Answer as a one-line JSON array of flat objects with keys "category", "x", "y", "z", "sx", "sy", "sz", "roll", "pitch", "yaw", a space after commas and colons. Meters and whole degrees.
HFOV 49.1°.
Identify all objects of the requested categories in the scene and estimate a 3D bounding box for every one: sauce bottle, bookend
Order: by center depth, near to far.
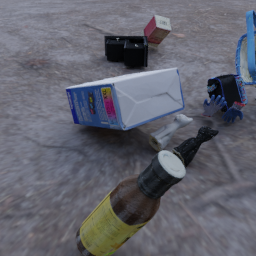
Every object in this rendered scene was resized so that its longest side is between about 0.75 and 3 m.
[{"category": "sauce bottle", "x": -0.013, "y": 1.063, "z": 3.678, "sx": 0.638, "sy": 1.972, "sz": 0.638, "roll": 25, "pitch": 35, "yaw": -19}, {"category": "bookend", "x": -0.117, "y": -2.950, "z": 10.671, "sx": 1.745, "sy": 0.804, "sz": 1.734, "roll": 1, "pitch": 29, "yaw": 3}]

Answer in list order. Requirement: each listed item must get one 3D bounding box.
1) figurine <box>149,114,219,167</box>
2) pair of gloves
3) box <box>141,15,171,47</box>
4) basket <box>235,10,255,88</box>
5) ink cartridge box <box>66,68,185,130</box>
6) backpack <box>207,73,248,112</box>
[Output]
[{"category": "figurine", "x": 1.188, "y": 0.166, "z": 6.108, "sx": 1.124, "sy": 0.496, "sz": 1.152, "roll": -36, "pitch": 45, "yaw": -21}, {"category": "pair of gloves", "x": 2.357, "y": -0.451, "z": 6.908, "sx": 1.065, "sy": 0.856, "sz": 0.121, "roll": 15, "pitch": 60, "yaw": 3}, {"category": "box", "x": 1.175, "y": -4.062, "z": 11.806, "sx": 0.752, "sy": 1.176, "sz": 0.641, "roll": 3, "pitch": 68, "yaw": -26}, {"category": "basket", "x": 3.478, "y": -1.870, "z": 7.318, "sx": 1.343, "sy": 1.702, "sz": 1.931, "roll": -4, "pitch": -17, "yaw": 36}, {"category": "ink cartridge box", "x": -0.248, "y": -0.708, "z": 6.588, "sx": 1.771, "sy": 0.991, "sz": 2.596, "roll": -19, "pitch": 16, "yaw": -33}, {"category": "backpack", "x": 2.551, "y": -0.954, "z": 7.420, "sx": 0.714, "sy": 0.969, "sz": 1.062, "roll": -20, "pitch": 11, "yaw": 0}]
